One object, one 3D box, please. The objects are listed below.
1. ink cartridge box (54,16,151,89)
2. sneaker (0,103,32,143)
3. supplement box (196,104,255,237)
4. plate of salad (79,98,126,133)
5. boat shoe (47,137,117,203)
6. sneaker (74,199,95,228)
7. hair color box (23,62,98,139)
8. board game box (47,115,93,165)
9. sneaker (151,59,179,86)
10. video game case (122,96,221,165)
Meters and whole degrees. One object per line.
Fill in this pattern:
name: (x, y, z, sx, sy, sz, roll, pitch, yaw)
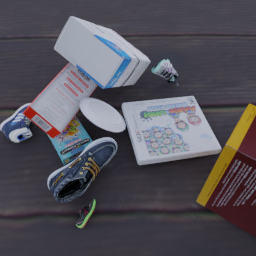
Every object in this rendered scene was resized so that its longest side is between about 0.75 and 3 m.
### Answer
ink cartridge box: (-0.627, -2.216, 8.502, 1.894, 1.111, 2.586, 40, 20, 9)
sneaker: (-3.040, -0.099, 8.363, 0.953, 0.524, 1.301, 33, 59, 22)
supplement box: (3.146, 1.170, 6.219, 2.325, 2.293, 1.544, 29, 51, 20)
plate of salad: (-0.737, -0.340, 7.984, 1.482, 0.356, 1.482, 28, 27, -16)
boat shoe: (-1.009, 1.065, 7.068, 2.095, 0.741, 0.951, -37, 25, -14)
sneaker: (-1.041, 2.053, 6.848, 0.315, 0.289, 0.752, 30, 63, 6)
hair color box: (-1.881, -0.893, 8.173, 1.117, 0.674, 2.201, 44, 53, -17)
board game box: (-1.711, 0.294, 8.201, 1.001, 0.311, 1.325, -27, 58, -19)
sneaker: (1.296, -1.701, 8.935, 0.920, 0.511, 1.316, 53, 32, -2)
video game case: (1.207, -0.028, 8.268, 2.408, 0.285, 2.192, -7, 50, -12)
